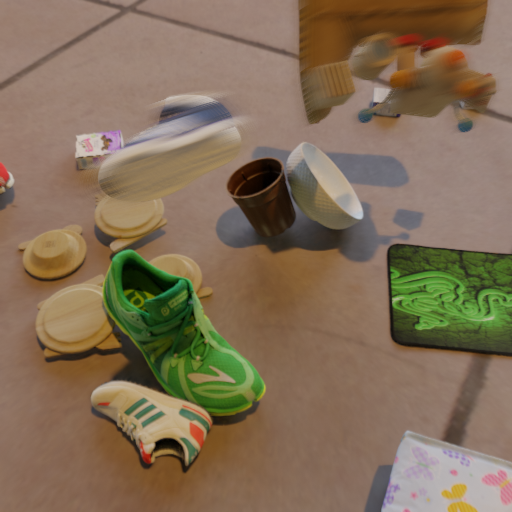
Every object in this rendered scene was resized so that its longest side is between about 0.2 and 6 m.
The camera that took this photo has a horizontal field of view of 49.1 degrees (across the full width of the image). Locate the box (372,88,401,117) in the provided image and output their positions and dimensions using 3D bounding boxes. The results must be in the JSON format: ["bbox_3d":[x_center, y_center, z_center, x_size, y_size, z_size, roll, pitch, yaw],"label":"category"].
[{"bbox_3d":[3.336,-3.900,14.235,0.744,0.390,0.684,7,49,7],"label":"box"}]

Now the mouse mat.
[{"bbox_3d":[3.957,0.769,10.378,2.981,0.112,2.399,4,49,5],"label":"mouse mat"}]

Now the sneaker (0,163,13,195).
[{"bbox_3d":[-6.708,-2.336,12.116,3.588,1.524,1.382,33,56,25],"label":"sneaker"}]

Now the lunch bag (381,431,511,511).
[{"bbox_3d":[2.700,3.571,7.124,2.143,1.362,1.817,10,47,22],"label":"lunch bag"}]

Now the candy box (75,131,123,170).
[{"bbox_3d":[-3.623,-2.455,12.987,1.043,0.373,0.875,-8,49,-7],"label":"candy box"}]

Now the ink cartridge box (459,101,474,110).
[{"bbox_3d":[5.533,-4.164,14.505,0.577,0.326,0.786,-5,49,-5],"label":"ink cartridge box"}]

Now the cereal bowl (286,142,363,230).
[{"bbox_3d":[1.257,-1.289,11.286,0.804,1.931,1.931,-38,45,25],"label":"cereal bowl"}]

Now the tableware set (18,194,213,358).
[{"bbox_3d":[-2.834,0.165,10.689,3.112,0.432,3.725,-23,54,-16],"label":"tableware set"}]

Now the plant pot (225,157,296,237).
[{"bbox_3d":[0.173,-1.108,11.115,1.223,1.211,1.223,-16,41,14],"label":"plant pot"}]

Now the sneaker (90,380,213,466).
[{"bbox_3d":[-1.693,2.545,8.415,1.969,0.693,0.920,14,45,8],"label":"sneaker"}]

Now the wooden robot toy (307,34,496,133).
[{"bbox_3d":[2.641,-2.994,8.894,3.415,1.550,1.505,3,83,-10],"label":"wooden robot toy"}]

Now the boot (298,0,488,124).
[{"bbox_3d":[2.486,-4.032,10.476,3.353,2.937,1.109,-1,20,10],"label":"boot"}]

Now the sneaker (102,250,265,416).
[{"bbox_3d":[-1.313,1.219,8.978,3.432,1.434,1.271,39,57,18],"label":"sneaker"}]

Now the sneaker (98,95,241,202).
[{"bbox_3d":[-1.064,-1.323,6.507,1.668,0.672,1.221,-22,41,-6],"label":"sneaker"}]
